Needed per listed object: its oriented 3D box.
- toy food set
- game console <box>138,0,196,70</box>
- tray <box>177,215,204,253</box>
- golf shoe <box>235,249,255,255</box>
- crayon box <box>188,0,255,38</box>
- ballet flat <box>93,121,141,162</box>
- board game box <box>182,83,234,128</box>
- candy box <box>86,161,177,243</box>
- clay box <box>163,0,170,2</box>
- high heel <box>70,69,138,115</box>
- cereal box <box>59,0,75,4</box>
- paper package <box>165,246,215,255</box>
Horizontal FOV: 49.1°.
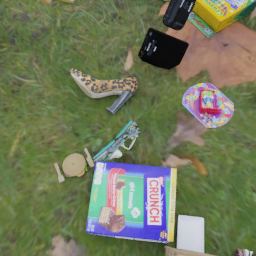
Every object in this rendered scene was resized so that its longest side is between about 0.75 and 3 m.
[{"bbox_3d":[-1.464,1.042,7.694,1.027,0.206,0.709,-25,60,-5],"label":"toy food set"},{"bbox_3d":[1.388,-3.003,8.139,1.555,2.636,0.318,5,29,-40],"label":"game console"},{"bbox_3d":[1.527,2.809,6.877,0.660,0.136,1.230,6,65,4],"label":"tray"},{"bbox_3d":[2.774,3.353,6.492,0.464,0.366,1.007,5,66,5],"label":"golf shoe"},{"bbox_3d":[3.289,-4.329,9.944,2.270,0.585,1.427,-33,69,-14],"label":"crayon box"},{"bbox_3d":[-0.226,0.466,7.391,0.570,0.570,1.534,41,74,17],"label":"ballet flat"},{"bbox_3d":[2.464,-0.787,8.454,1.241,0.306,1.571,-36,70,-15],"label":"board game box"},{"bbox_3d":[0.126,1.828,6.941,2.051,0.790,1.734,5,68,2],"label":"candy box"},{"bbox_3d":[2.064,-5.281,10.491,1.632,0.389,0.938,-7,65,-3],"label":"clay box"},{"bbox_3d":[-0.693,-1.475,8.511,1.913,0.683,1.364,41,77,0],"label":"high heel"},{"bbox_3d":[-2.200,-5.070,10.519,0.594,0.163,0.826,16,66,7],"label":"cereal box"},{"bbox_3d":[1.971,3.952,5.358,2.797,1.447,2.666,9,72,5],"label":"paper package"}]
